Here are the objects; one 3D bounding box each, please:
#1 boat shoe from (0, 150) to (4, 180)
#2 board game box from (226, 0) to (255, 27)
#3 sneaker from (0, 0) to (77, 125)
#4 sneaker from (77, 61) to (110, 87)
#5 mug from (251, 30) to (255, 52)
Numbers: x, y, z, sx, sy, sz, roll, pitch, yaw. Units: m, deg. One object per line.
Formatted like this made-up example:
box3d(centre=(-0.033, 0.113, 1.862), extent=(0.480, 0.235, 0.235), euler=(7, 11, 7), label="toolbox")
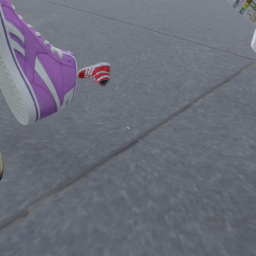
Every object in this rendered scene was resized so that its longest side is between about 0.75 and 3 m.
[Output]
box3d(centre=(-1.785, 0.062, 2.775), extent=(0.531, 0.518, 1.404), euler=(-44, 68, -3), label="boat shoe")
box3d(centre=(3.440, -3.642, 7.489), extent=(0.561, 1.288, 1.746), euler=(-39, 81, -14), label="board game box")
box3d(centre=(-1.889, -1.582, 5.379), extent=(1.551, 2.721, 0.986), euler=(-32, 23, -37), label="sneaker")
box3d(centre=(-0.851, -1.240, 6.903), extent=(0.977, 0.550, 0.348), euler=(-12, -12, 32), label="sneaker")
box3d(centre=(2.397, -1.129, 3.349), extent=(1.542, 1.298, 1.759), euler=(18, 34, 14), label="mug")
